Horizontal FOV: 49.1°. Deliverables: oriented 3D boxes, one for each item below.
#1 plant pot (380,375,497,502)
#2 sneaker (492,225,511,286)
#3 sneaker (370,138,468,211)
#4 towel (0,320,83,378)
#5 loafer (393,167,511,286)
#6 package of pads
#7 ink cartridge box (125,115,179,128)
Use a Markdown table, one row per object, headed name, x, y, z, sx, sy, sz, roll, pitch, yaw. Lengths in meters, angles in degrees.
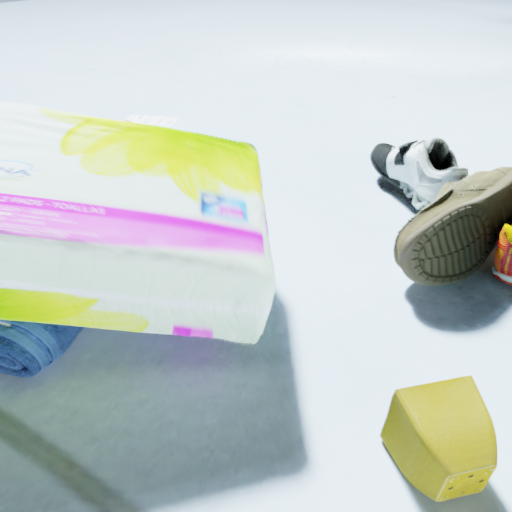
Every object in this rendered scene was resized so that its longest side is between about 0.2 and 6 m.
| name | x | y | z | sx | sy | sz | roll | pitch | yaw |
| --- | --- | --- | --- | --- | --- | --- | --- | --- | --- |
| plant pot | 2.008 | 2.000 | 5.967 | 0.939 | 0.945 | 0.966 | -8 | 41 | -11 |
| sneaker | 5.178 | -0.500 | 9.443 | 3.196 | 1.233 | 1.166 | -27 | 41 | -37 |
| sneaker | 3.364 | -1.894 | 11.352 | 1.083 | 1.294 | 2.924 | 0 | 32 | -23 |
| towel | -3.102 | 0.300 | 8.548 | 1.952 | 0.848 | 3.495 | 10 | 35 | 14 |
| loafer | 3.473 | -0.558 | 9.548 | 3.413 | 1.298 | 1.151 | -26 | 23 | -27 |
| package of pads | -2.113 | -0.637 | 8.000 | 4.526 | 1.544 | 3.497 | 7 | 38 | -11 |
| ink cartridge box | -2.676 | -3.221 | 14.221 | 1.322 | 0.446 | 0.770 | 6 | 34 | 11 |
